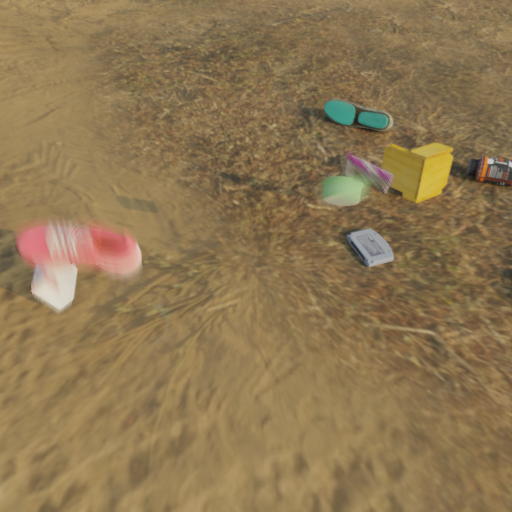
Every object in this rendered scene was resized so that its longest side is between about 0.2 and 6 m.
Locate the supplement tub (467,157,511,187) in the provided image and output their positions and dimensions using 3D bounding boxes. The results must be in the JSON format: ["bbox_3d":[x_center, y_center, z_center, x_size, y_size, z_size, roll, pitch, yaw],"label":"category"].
[{"bbox_3d":[5.478,-1.973,12.961,1.091,0.583,0.583,12,43,13],"label":"supplement tub"}]

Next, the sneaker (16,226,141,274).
[{"bbox_3d":[-2.810,-0.220,8.899,1.948,0.845,0.718,5,71,-10],"label":"sneaker"}]

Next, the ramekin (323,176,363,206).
[{"bbox_3d":[1.279,-0.950,8.318,0.584,0.584,0.285,7,80,7],"label":"ramekin"}]

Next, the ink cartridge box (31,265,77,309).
[{"bbox_3d":[-3.499,0.345,9.774,0.359,0.619,1.063,-37,36,15],"label":"ink cartridge box"}]

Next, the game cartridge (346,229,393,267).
[{"bbox_3d":[2.315,-0.173,11.250,0.639,0.196,0.959,-16,44,-12],"label":"game cartridge"}]

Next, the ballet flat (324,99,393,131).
[{"bbox_3d":[2.747,-3.735,15.052,1.907,0.643,0.607,21,18,21],"label":"ballet flat"}]

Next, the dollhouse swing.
[{"bbox_3d":[3.564,-1.992,12.541,1.077,1.185,1.041,-20,44,-21],"label":"dollhouse swing"}]

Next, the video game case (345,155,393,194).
[{"bbox_3d":[2.167,-1.568,10.829,0.902,0.818,0.162,28,84,9],"label":"video game case"}]
